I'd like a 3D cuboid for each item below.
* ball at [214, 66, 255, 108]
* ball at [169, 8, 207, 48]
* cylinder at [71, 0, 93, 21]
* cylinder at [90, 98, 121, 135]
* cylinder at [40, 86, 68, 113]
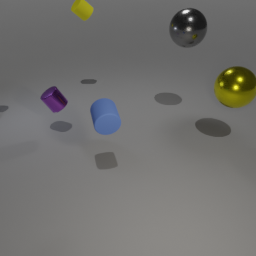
[{"bbox_3d":[3.609,-1.362,9.398,1.400,1.400,1.400,0,30,0],"label":"ball"},{"bbox_3d":[2.239,-3.716,10.448,1.400,1.400,1.400,0,30,0],"label":"ball"},{"bbox_3d":[-1.986,-5.158,12.152,0.700,0.700,0.700,30,8,-39],"label":"cylinder"},{"bbox_3d":[-0.590,-0.300,7.289,0.700,0.700,0.700,-7,42,-13],"label":"cylinder"},{"bbox_3d":[-2.637,-1.016,10.029,0.700,0.700,0.700,-24,36,18],"label":"cylinder"}]
